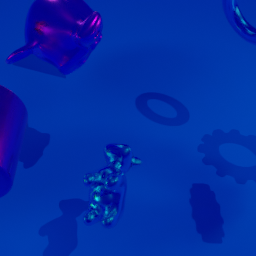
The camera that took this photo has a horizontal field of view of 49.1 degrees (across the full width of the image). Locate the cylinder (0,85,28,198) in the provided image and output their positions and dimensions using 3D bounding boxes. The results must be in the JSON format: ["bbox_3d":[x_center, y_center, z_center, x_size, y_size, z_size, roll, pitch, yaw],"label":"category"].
[{"bbox_3d":[-1.549,0.134,2.801,0.915,0.915,0.915,-3,50,-2],"label":"cylinder"}]

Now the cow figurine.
[{"bbox_3d":[-0.201,0.748,3.818,0.590,1.058,1.075,3,91,19],"label":"cow figurine"}]

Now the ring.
[{"bbox_3d":[2.318,-2.183,5.266,0.294,1.468,1.468,-37,54,0],"label":"ring"}]

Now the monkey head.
[{"bbox_3d":[-0.909,-1.455,3.967,1.068,1.275,1.772,35,80,-14],"label":"monkey head"}]
